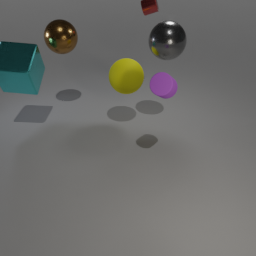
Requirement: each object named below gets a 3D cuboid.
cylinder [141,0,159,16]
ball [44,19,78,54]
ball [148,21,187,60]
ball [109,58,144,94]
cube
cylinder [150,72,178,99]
[{"bbox_3d":[1.025,-5.714,13.106,0.700,0.700,0.700,-11,28,17],"label":"cylinder"},{"bbox_3d":[-2.819,-3.828,11.789,1.400,1.400,1.400,0,31,0],"label":"ball"},{"bbox_3d":[1.457,-3.224,10.364,1.400,1.400,1.400,0,31,0],"label":"ball"},{"bbox_3d":[-0.065,-2.046,11.114,1.400,1.400,1.400,0,31,0],"label":"ball"},{"bbox_3d":[-4.151,-2.273,10.731,1.400,1.400,1.400,5,62,0],"label":"cube"},{"bbox_3d":[1.080,-1.270,8.432,0.700,0.700,0.700,14,4,21],"label":"cylinder"}]
